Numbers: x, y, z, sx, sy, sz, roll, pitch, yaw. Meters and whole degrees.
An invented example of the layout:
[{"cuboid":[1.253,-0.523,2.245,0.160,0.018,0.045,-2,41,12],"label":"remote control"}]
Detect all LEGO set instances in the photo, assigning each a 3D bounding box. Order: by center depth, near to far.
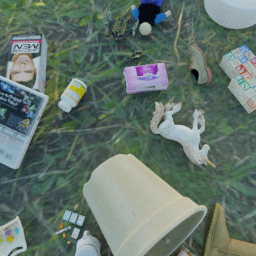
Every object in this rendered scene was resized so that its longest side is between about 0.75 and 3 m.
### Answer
[{"cuboid":[-1.846,3.132,8.809,0.685,0.225,0.917,17,69,10],"label":"LEGO set"},{"cuboid":[-0.206,-3.748,11.477,1.504,0.656,2.316,-11,81,-2],"label":"LEGO set"}]

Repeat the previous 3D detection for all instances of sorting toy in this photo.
[{"cuboid":[-3.613,3.428,8.532,1.136,0.607,1.023,-28,78,-12],"label":"sorting toy"}]

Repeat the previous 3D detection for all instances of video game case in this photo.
[{"cuboid":[-4.572,-0.407,9.720,2.964,0.346,2.695,23,90,9],"label":"video game case"}]

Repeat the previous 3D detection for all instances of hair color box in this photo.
[{"cuboid":[-3.851,-2.381,10.726,1.235,0.756,2.495,-3,69,-1],"label":"hair color box"}]

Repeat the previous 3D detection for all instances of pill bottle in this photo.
[{"cuboid":[-2.061,-1.180,10.307,0.646,0.646,1.145,26,70,10],"label":"pill bottle"}]

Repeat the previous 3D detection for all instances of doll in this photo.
[{"cuboid":[0.993,-5.006,11.867,1.704,0.605,2.498,14,69,5],"label":"doll"}]

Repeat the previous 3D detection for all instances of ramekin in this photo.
[{"cuboid":[4.584,-5.530,11.643,3.023,1.408,3.023,0,69,0],"label":"ramekin"}]

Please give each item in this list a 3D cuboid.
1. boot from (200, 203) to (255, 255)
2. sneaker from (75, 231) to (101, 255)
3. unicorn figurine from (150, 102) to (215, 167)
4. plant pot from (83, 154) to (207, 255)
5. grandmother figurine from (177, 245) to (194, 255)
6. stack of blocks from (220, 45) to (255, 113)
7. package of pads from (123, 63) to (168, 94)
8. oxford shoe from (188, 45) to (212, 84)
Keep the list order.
[{"cuboid":[3.439,3.479,8.427,2.205,0.729,1.931,15,82,7],"label":"boot"},{"cuboid":[-1.029,4.066,8.158,0.776,1.187,2.065,-11,103,-4],"label":"sneaker"},{"cuboid":[2.000,0.153,9.706,2.643,0.976,1.815,18,79,22],"label":"unicorn figurine"},{"cuboid":[0.222,2.263,7.922,2.917,2.917,2.670,-36,59,-13],"label":"plant pot"},{"cuboid":[1.392,4.247,8.263,1.448,0.438,0.878,-43,66,-12],"label":"grandmother figurine"},{"cuboid":[4.482,-1.869,10.561,1.326,0.674,2.303,-27,71,-10],"label":"stack of blocks"},{"cuboid":[0.662,-1.887,10.608,1.600,0.605,0.964,-8,69,-3],"label":"package of pads"},{"cuboid":[2.630,-2.476,10.790,0.637,0.600,1.704,-14,69,-14],"label":"oxford shoe"}]
